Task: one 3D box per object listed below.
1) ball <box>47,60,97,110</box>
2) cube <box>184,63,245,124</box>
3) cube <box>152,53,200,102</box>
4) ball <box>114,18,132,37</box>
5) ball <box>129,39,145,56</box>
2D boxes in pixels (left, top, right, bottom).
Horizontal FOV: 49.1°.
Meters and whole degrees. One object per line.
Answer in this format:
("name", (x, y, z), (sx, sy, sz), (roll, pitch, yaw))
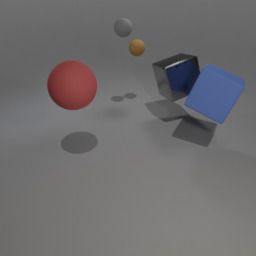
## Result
("ball", (-1.579, -1.207, 7.986), (1.400, 1.400, 1.400), (0, 29, 0))
("cube", (2.949, -1.209, 9.494), (1.400, 1.400, 1.400), (30, 26, 11))
("cube", (1.982, -2.069, 11.286), (1.400, 1.400, 1.400), (-21, 23, -8))
("ball", (-0.186, -3.818, 10.673), (0.700, 0.700, 0.700), (0, 29, 0))
("ball", (0.378, -3.408, 11.914), (0.700, 0.700, 0.700), (0, 29, 0))
